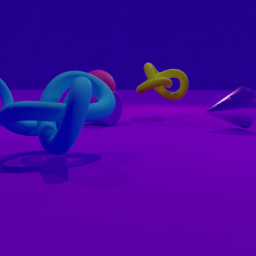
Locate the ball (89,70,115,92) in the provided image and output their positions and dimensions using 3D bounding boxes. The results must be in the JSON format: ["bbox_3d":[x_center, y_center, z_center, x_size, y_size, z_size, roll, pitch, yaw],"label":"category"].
[{"bbox_3d":[-1.093,-1.492,10.330,1.263,1.263,1.263,0,8,0],"label":"ball"}]

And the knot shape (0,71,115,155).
[{"bbox_3d":[-0.934,-0.351,4.353,1.778,0.822,1.664,-2,31,41],"label":"knot shape"}]

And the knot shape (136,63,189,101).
[{"bbox_3d":[1.054,-1.594,9.836,1.836,0.848,1.718,35,42,32],"label":"knot shape"}]

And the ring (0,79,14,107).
[{"bbox_3d":[-3.777,-0.862,7.895,0.306,1.528,1.528,-19,5,11],"label":"ring"}]

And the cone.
[{"bbox_3d":[2.409,-0.445,6.953,1.077,1.073,1.073,-7,10,-10],"label":"cone"}]

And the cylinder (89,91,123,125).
[{"bbox_3d":[-0.805,-0.609,8.097,0.949,0.949,0.949,10,13,35],"label":"cylinder"}]
